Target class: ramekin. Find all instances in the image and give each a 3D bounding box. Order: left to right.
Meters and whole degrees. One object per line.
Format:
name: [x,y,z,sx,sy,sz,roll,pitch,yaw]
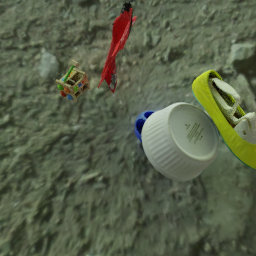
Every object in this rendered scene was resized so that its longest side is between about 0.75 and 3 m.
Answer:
ramekin: [1.415,0.260,7.149,2.006,0.934,2.006,13,59,-22]

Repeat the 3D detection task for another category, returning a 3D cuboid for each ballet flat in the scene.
ballet flat: [2.588,-0.291,6.913,0.926,0.929,2.772,-21,70,-31]

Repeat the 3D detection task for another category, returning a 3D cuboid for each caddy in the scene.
caddy: [0.763,0.090,7.904,1.255,0.659,0.887,41,72,10]

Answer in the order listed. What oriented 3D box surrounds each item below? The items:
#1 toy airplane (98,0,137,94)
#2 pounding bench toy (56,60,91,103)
toy airplane: [-0.304,-2.212,7.717,0.509,2.767,2.767,17,72,-1]
pounding bench toy: [-1.654,-1.361,8.078,0.614,0.988,0.770,25,59,27]
